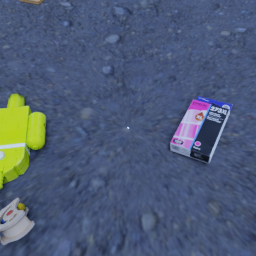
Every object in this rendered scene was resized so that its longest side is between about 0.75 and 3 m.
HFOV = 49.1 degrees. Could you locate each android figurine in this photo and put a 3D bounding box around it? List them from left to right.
[{"bbox_3d":[-3.179,0.281,6.583,2.459,0.555,2.702,-5,51,-4],"label":"android figurine"}]

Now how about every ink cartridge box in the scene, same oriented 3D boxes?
[{"bbox_3d":[1.859,-0.118,6.902,0.953,0.373,2.012,18,53,23],"label":"ink cartridge box"}]

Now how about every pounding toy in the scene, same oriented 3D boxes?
[{"bbox_3d":[-2.126,1.586,5.001,0.676,0.678,1.183,-33,19,-1],"label":"pounding toy"}]

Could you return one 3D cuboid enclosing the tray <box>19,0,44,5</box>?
[{"bbox_3d":[-3.743,-5.021,10.881,0.881,0.163,0.434,15,54,12],"label":"tray"}]
